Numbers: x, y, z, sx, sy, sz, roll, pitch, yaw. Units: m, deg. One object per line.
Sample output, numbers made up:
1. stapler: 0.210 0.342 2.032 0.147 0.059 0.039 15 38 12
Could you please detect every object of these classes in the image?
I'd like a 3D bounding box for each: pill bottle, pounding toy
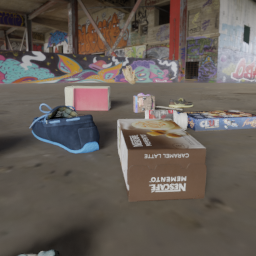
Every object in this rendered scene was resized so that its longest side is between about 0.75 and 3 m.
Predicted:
1. pill bottle: 1.152 -0.202 8.600 1.260 0.697 0.697 1 11 3
2. pounding toy: 0.216 -2.221 11.710 0.566 0.986 0.564 -33 -28 31

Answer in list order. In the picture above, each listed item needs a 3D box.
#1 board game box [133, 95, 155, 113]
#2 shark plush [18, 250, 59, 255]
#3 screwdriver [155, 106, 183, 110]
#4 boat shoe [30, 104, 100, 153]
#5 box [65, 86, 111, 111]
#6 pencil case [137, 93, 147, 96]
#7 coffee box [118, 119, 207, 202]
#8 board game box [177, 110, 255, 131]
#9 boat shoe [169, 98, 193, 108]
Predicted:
1. board game box: 0.743 -1.121 13.018 0.930 0.741 0.450 -3 12 -11
2. shark plush: -0.912 1.271 2.399 0.910 0.413 0.379 6 43 8
3. screwdriver: 1.452 -1.091 13.641 2.779 0.404 0.388 5 14 42
4. boat shoe: -1.627 -0.135 7.441 2.964 1.017 1.247 11 16 43
5. box: -1.929 -1.476 13.776 2.072 1.129 1.325 0 11 2
6. pencil case: 0.931 -1.727 16.409 0.576 0.586 1.372 3 9 -18
7. coffee box: 0.454 0.430 4.966 1.182 0.824 2.067 -1 14 -4
8. board game box: 3.122 -0.292 9.739 2.379 0.412 1.612 -3 12 -11
9. boat shoe: 2.789 -1.303 14.526 1.544 0.500 0.565 -8 14 -34
